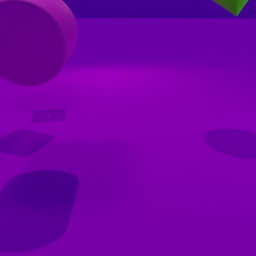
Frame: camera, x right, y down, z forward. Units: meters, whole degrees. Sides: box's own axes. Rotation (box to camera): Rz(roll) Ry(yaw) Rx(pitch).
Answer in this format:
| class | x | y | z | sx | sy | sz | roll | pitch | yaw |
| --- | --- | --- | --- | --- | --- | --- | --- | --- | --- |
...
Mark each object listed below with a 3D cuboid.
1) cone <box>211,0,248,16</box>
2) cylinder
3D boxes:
| class | x | y | z | sx | sy | sz | roll | pitch | yaw |
| --- | --- | --- | --- | --- | --- | --- | --- | --- | --- |
| cone | 2.566 | -3.277 | 6.807 | 1.676 | 1.676 | 1.683 | 3 | 60 | 7 |
| cylinder | -1.670 | -1.617 | 4.971 | 1.379 | 1.379 | 1.379 | 0 | 30 | -1 |
